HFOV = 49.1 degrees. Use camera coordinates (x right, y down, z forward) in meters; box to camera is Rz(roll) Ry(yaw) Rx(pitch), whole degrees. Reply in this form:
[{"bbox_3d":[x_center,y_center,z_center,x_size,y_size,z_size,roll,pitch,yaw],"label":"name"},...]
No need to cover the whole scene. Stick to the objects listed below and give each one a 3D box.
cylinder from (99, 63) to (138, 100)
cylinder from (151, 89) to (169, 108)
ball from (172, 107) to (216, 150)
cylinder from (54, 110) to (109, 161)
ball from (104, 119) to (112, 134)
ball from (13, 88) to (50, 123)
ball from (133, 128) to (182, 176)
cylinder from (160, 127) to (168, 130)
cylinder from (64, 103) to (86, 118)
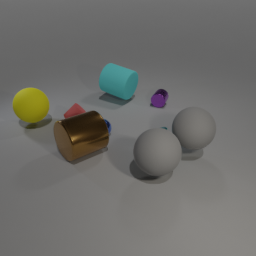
[{"bbox_3d":[-0.437,-2.223,13.368,1.400,1.400,1.400,23,36,22],"label":"cylinder"},{"bbox_3d":[1.509,-1.415,13.272,0.700,0.700,0.700,11,31,18],"label":"cylinder"},{"bbox_3d":[2.128,0.010,9.076,1.400,1.400,1.400,0,29,0],"label":"ball"},{"bbox_3d":[-1.587,0.245,9.516,1.400,1.400,1.400,-21,35,-33],"label":"cylinder"},{"bbox_3d":[-0.980,-0.003,10.706,0.700,0.700,0.700,0,29,0],"label":"ball"},{"bbox_3d":[-3.874,-0.909,11.228,1.400,1.400,1.400,0,29,0],"label":"ball"},{"bbox_3d":[0.857,0.696,8.187,1.400,1.400,1.400,0,29,0],"label":"ball"},{"bbox_3d":[1.147,0.416,9.745,0.700,0.700,0.700,-22,13,5],"label":"cylinder"},{"bbox_3d":[-2.116,-0.528,11.335,0.700,0.700,0.700,-44,34,5],"label":"cylinder"}]
